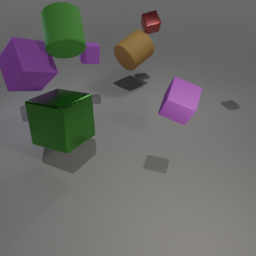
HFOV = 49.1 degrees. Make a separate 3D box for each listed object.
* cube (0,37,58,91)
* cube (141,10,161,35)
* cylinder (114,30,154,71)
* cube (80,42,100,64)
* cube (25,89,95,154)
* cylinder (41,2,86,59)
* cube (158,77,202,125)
[{"bbox_3d":[-3.715,-2.297,10.362,1.400,1.400,1.400,-10,73,-49],"label":"cube"},{"bbox_3d":[1.049,-4.859,12.939,0.700,0.700,0.700,-18,77,-7],"label":"cube"},{"bbox_3d":[0.286,-3.678,13.275,1.400,1.400,1.400,-42,48,-19],"label":"cylinder"},{"bbox_3d":[-1.509,-2.952,11.022,0.700,0.700,0.700,-2,28,-15],"label":"cube"},{"bbox_3d":[-1.981,-0.264,8.415,1.400,1.400,1.400,12,28,27],"label":"cube"},{"bbox_3d":[-2.272,-3.391,9.862,1.400,1.400,1.400,-10,-11,-2],"label":"cylinder"},{"bbox_3d":[1.201,-0.620,6.499,0.700,0.700,0.700,23,60,-1],"label":"cube"}]
